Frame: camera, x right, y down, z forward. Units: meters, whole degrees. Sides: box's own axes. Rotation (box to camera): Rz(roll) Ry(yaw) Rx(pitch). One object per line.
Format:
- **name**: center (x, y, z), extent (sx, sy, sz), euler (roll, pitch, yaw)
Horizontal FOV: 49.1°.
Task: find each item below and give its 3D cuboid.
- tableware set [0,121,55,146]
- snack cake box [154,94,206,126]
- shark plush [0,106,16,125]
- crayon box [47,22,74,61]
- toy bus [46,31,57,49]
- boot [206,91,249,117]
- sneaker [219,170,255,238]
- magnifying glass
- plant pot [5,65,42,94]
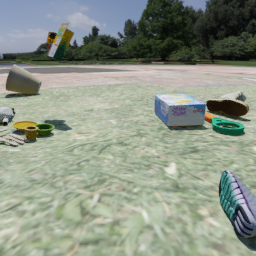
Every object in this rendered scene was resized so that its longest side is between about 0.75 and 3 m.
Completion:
- **tableware set**: center (-3.882, -0.163, 9.160), extent (2.737, 0.420, 1.844), euler (15, 20, 25)
- **snack cake box**: center (1.953, -0.767, 11.084), extent (1.393, 0.814, 2.422), euler (-1, 15, -7)
- **shark plush**: center (-4.924, -0.551, 10.808), extent (0.767, 0.837, 1.843), euler (-29, 18, 11)
- **crayon box**: center (-2.609, -3.378, 10.995), extent (0.376, 1.456, 0.916), euler (24, 4, -34)
- **toy bus**: center (-3.022, -3.571, 11.689), extent (0.769, 0.738, 0.522), euler (22, 13, -8)
- **boot**: center (4.630, -1.102, 12.055), extent (1.573, 0.733, 2.034), euler (-21, 20, -27)
- **sneaker**: center (1.980, 1.265, 4.680), extent (0.648, 0.551, 1.481), euler (10, 26, -2)
- **magnifying glass**: center (3.285, -0.213, 10.246), extent (1.007, 0.283, 2.530), euler (-3, 18, -10)
- **plant pot**: center (-6.283, -2.794, 17.143), extent (1.764, 1.652, 1.652), euler (18, 13, -11)
